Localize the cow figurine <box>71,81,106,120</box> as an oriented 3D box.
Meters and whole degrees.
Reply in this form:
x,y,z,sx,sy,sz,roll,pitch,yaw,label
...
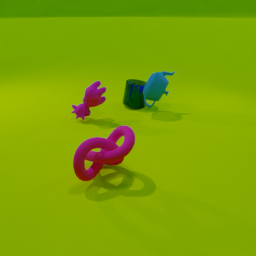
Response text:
x,y,z,sx,sy,sz,roll,pitch,yaw,label
-1.278,-0.857,9.015,1.173,1.192,0.655,-36,74,-21,cow figurine

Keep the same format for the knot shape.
x,y,z,sx,sy,sz,roll,pitch,yaw,label
-0.592,0.573,5.953,1.399,1.495,0.691,-23,76,-45,knot shape

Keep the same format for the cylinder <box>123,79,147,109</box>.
x,y,z,sx,sy,sz,roll,pitch,yaw,label
0.292,-1.277,10.410,0.878,0.878,0.878,9,23,-4,cylinder

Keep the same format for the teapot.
x,y,z,sx,sy,sz,roll,pitch,yaw,label
1.038,-1.397,9.561,0.798,1.629,1.013,29,-13,8,teapot
